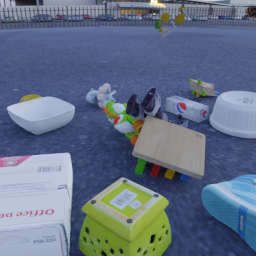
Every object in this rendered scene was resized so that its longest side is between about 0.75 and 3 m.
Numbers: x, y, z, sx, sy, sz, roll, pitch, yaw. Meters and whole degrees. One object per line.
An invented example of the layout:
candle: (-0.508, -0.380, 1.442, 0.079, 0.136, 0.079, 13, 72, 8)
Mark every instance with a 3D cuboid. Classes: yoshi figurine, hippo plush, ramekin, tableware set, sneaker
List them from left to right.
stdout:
hippo plush: (-1.318, -1.567, 12.817, 1.064, 1.054, 1.324, 13, 28, 24)
yoshi figurine: (0.077, -0.308, 9.806, 1.278, 1.274, 2.275, -43, 47, -5)
tableware set: (1.737, -4.329, 11.298, 0.903, 1.340, 0.206, 59, 19, 17)
ramekin: (4.400, -0.620, 10.703, 2.406, 1.121, 2.406, 0, 24, 0)
sneaker: (2.930, 1.732, 5.930, 1.559, 0.950, 2.388, -15, 30, -27)

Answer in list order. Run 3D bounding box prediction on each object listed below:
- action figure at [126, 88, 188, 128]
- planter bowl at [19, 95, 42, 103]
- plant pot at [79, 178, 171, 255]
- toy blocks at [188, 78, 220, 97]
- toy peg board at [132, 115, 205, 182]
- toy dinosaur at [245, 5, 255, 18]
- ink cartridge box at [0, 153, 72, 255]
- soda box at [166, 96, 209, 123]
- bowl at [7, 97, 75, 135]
action figure: (1.054, -0.279, 9.162, 1.644, 2.527, 0.876, 3, 67, 38)
planter bowl: (-4.162, -1.041, 12.162, 1.591, 0.663, 1.591, 0, 24, 0)
plant pot: (-0.047, 1.823, 5.366, 1.379, 1.257, 1.386, 20, 32, 34)
toy blocks: (3.954, -2.042, 14.335, 1.145, 0.837, 1.675, 3, 24, -21)
toy peg board: (1.152, 0.749, 8.165, 1.899, 0.932, 1.906, 19, 36, 4)
toy dinosaur: (4.130, -3.792, 9.110, 0.574, 0.432, 0.845, -31, -5, 43)
ink cartridge box: (-2.145, 1.636, 5.984, 1.825, 1.063, 2.506, -4, 24, -7)
soda box: (2.450, -0.822, 11.766, 0.631, 0.586, 1.849, -19, 31, -35)
bowl: (-3.292, -0.462, 10.793, 2.083, 0.777, 2.080, 21, 32, 39)
